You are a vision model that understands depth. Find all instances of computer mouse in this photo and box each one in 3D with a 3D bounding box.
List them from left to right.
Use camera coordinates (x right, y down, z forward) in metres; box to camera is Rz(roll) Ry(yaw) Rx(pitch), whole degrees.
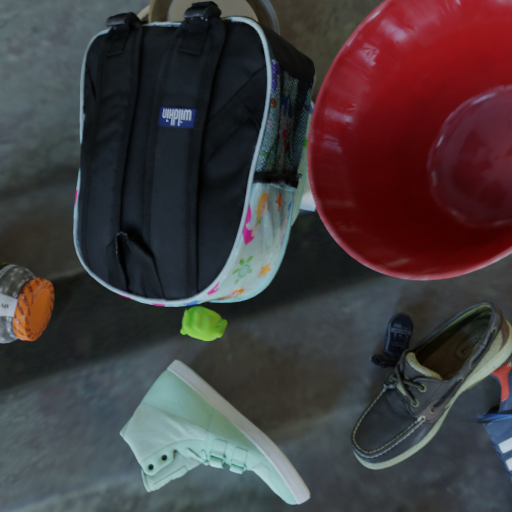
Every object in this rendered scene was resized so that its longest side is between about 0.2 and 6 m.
[{"bbox_3d":[2.140,1.307,8.612,0.620,0.236,0.895,16,88,2],"label":"computer mouse"}]

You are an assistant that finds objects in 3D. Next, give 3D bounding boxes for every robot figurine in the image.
[{"bbox_3d":[-0.667,0.860,7.077,0.584,0.665,0.385,-2,74,22],"label":"robot figurine"}]

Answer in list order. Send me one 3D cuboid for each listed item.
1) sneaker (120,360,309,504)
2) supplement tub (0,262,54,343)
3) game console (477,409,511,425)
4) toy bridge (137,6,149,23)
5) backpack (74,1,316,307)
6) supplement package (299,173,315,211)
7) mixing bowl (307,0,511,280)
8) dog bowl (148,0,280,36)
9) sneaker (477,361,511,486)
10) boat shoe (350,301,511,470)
[{"bbox_3d":[-0.648,2.877,7.779,2.673,0.984,1.577,36,73,19],"label":"sneaker"},{"bbox_3d":[-4.101,0.614,8.286,1.915,1.173,1.173,11,76,3],"label":"supplement tub"},{"bbox_3d":[3.552,1.939,6.270,1.341,1.524,0.887,43,68,11],"label":"game console"},{"bbox_3d":[-1.670,-3.461,9.668,1.305,0.529,3.884,21,77,8],"label":"toy bridge"},{"bbox_3d":[-0.864,-1.100,7.633,3.141,2.664,3.539,9,89,29],"label":"backpack"},{"bbox_3d":[0.757,-1.147,8.860,0.544,0.928,0.542,12,76,3],"label":"supplement package"},{"bbox_3d":[2.350,-1.297,6.282,3.254,1.762,3.254,-8,79,44],"label":"mixing bowl"},{"bbox_3d":[-0.735,-3.693,9.356,2.199,0.645,2.199,2,83,-19],"label":"dog bowl"},{"bbox_3d":[3.741,2.734,7.958,0.981,1.106,2.617,-1,94,-44],"label":"sneaker"},{"bbox_3d":[2.352,1.707,7.848,2.907,0.955,1.039,-41,38,-3],"label":"boat shoe"}]
